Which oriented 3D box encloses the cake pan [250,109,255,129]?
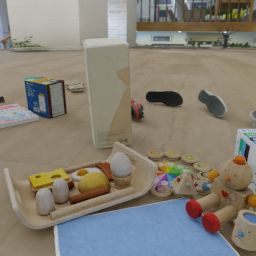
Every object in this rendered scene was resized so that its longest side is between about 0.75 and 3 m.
[{"bbox_3d":[5.381,-0.125,9.313,2.526,0.463,2.526,0,20,0],"label":"cake pan"}]

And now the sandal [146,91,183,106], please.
[{"bbox_3d":[1.630,-1.315,12.385,1.709,0.642,0.409,12,-11,24],"label":"sandal"}]

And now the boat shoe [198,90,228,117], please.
[{"bbox_3d":[3.454,-0.987,11.173,0.596,0.685,1.859,12,22,-22],"label":"boat shoe"}]

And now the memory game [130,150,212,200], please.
[{"bbox_3d":[0.937,1.022,6.676,2.282,0.145,2.282,0,21,0],"label":"memory game"}]

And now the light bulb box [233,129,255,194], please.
[{"bbox_3d":[3.406,0.789,5.934,1.735,1.092,1.750,-1,20,-2],"label":"light bulb box"}]

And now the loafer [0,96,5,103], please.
[{"bbox_3d":[-6.121,-1.332,12.819,0.954,0.301,0.343,1,20,3],"label":"loafer"}]

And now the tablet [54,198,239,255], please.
[{"bbox_3d":[0.197,1.817,4.480,2.619,0.179,1.704,-5,21,-16],"label":"tablet"}]

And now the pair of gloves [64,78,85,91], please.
[{"bbox_3d":[-2.234,-2.440,15.656,2.493,0.437,2.120,-12,27,-23],"label":"pair of gloves"}]

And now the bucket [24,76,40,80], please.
[{"bbox_3d":[-4.969,-2.325,14.932,1.083,0.704,1.083,0,21,0],"label":"bucket"}]

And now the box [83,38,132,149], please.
[{"bbox_3d":[-0.577,-1.002,8.024,1.123,2.888,1.371,-6,27,-9],"label":"box"}]

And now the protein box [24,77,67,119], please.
[{"bbox_3d":[-3.229,-1.219,11.005,1.328,1.338,0.903,14,25,33],"label":"protein box"}]

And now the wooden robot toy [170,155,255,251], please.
[{"bbox_3d":[1.776,1.089,4.704,1.147,1.182,2.604,-7,24,-36],"label":"wooden robot toy"}]

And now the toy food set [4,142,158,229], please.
[{"bbox_3d":[-1.021,0.904,5.753,2.706,0.817,1.942,-11,18,-26],"label":"toy food set"}]

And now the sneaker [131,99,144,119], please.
[{"bbox_3d":[0.026,-0.694,10.638,0.858,0.621,1.757,-6,19,-18],"label":"sneaker"}]

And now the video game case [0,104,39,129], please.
[{"bbox_3d":[-4.610,-0.490,10.695,1.618,0.197,2.262,-16,26,-37],"label":"video game case"}]
